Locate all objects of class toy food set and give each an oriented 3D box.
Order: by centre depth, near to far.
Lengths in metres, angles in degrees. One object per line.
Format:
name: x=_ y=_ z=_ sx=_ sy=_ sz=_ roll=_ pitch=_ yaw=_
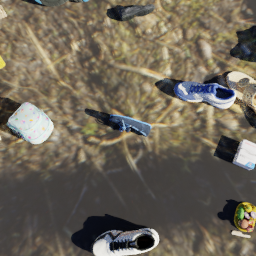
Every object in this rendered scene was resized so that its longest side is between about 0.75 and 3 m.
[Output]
toy food set: x=3.394 y=2.631 z=8.016 sx=0.592 sy=0.329 sz=1.006 roll=18 pitch=74 yaw=6

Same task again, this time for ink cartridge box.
ink cartridge box: x=3.633 y=0.820 z=8.575 sx=0.551 sy=0.321 sz=0.762 roll=25 pitch=75 yaw=7

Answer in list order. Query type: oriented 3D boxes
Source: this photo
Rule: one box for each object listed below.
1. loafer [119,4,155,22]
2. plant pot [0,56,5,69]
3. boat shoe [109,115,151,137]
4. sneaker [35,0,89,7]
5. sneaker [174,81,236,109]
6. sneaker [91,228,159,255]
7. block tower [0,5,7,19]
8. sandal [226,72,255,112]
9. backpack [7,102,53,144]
loafer: x=0.310 y=-4.241 z=10.060 sx=1.312 sy=0.446 sz=0.461 roll=-16 pitch=82 yaw=-1
plant pot: x=-5.253 y=-2.523 z=9.066 sx=1.534 sy=1.353 sz=1.534 roll=-34 pitch=77 yaw=-9
boat shoe: x=0.050 y=-0.063 z=8.682 sx=1.346 sy=0.566 sz=0.462 roll=16 pitch=84 yaw=1
sneaker: x=-2.437 y=-5.055 z=10.211 sx=2.267 sy=0.830 sz=0.928 roll=-5 pitch=62 yaw=-10
sneaker: x=2.463 y=-1.206 z=8.925 sx=1.939 sy=0.855 sz=0.730 roll=11 pitch=75 yaw=5
sneaker: x=-0.095 y=3.124 z=7.651 sx=1.918 sy=0.767 sz=0.707 roll=-12 pitch=75 yaw=-2
block tower: x=-5.263 y=-3.934 z=9.958 sx=1.699 sy=0.491 sz=0.459 roll=-29 pitch=75 yaw=-9
sandal: x=4.179 y=-0.992 z=8.866 sx=0.919 sy=0.825 sz=2.507 roll=-29 pitch=75 yaw=-9
backpack: x=-2.947 y=-0.123 z=8.582 sx=1.188 sy=0.911 sz=1.044 roll=36 pitch=70 yaw=5
